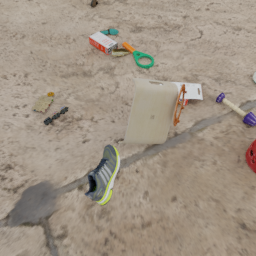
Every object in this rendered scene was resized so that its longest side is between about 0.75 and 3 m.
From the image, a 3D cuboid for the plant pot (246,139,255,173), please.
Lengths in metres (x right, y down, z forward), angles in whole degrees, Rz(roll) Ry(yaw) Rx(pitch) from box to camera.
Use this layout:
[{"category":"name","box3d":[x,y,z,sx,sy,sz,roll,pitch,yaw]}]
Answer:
[{"category":"plant pot","box3d":[5.050,0.800,9.709,1.526,1.390,1.526,-1,51,1]}]

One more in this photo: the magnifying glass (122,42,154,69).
[{"category":"magnifying glass","box3d":[0.448,-3.619,13.823,0.862,0.243,2.167,-31,60,-21]}]

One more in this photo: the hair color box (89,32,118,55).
[{"category":"hair color box","box3d":[-1.249,-4.304,14.188,0.715,0.431,1.409,-38,61,-26]}]

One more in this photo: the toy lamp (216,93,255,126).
[{"category":"toy lamp","box3d":[4.444,-0.742,11.423,0.538,0.538,1.848,-34,58,-23]}]

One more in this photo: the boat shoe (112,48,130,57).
[{"category":"boat shoe","box3d":[-0.381,-3.697,13.783,0.993,0.330,0.368,-9,51,-32]}]

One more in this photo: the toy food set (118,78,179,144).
[{"category":"toy food set","box3d":[0.676,-0.506,9.877,1.718,2.394,0.723,2,21,-28]}]

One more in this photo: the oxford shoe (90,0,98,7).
[{"category":"oxford shoe","box3d":[-1.978,-7.552,16.776,0.411,0.354,0.974,12,56,-8]}]

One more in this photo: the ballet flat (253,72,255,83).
[{"category":"ballet flat","box3d":[6.789,-1.799,11.953,2.914,1.012,1.012,37,61,24]}]

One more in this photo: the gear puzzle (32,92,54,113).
[{"category":"gear puzzle","box3d":[-3.543,-1.117,11.946,0.660,0.167,1.275,12,51,11]}]

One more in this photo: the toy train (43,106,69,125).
[{"category":"toy train","box3d":[-2.942,-0.534,11.465,1.217,0.208,0.279,-39,50,-25]}]

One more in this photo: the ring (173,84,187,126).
[{"category":"ring","box3d":[1.928,-0.822,10.252,0.153,1.597,1.597,13,53,17]}]

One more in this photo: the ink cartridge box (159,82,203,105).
[{"category":"ink cartridge box","box3d":[2.226,-1.469,12.018,1.803,0.454,0.982,4,53,2]}]

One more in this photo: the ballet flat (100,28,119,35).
[{"category":"ballet flat","box3d":[-1.018,-5.137,14.921,1.041,0.353,0.392,-6,31,-3]}]

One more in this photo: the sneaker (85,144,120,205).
[{"category":"sneaker","box3d":[-0.781,1.356,8.548,0.689,0.754,1.864,-13,59,45]}]
